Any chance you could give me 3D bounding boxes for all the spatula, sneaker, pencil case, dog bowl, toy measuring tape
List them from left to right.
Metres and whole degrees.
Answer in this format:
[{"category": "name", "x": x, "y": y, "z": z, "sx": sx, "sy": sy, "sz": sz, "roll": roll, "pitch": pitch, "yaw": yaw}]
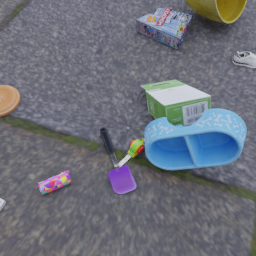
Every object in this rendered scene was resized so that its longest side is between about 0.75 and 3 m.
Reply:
[{"category": "pencil case", "x": -2.193, "y": 1.628, "z": 8.417, "sx": 0.981, "sy": 0.434, "sz": 0.434, "roll": -25, "pitch": 59, "yaw": -16}, {"category": "spatula", "x": -0.474, "y": 0.941, "z": 8.970, "sx": 0.697, "sy": 0.253, "sz": 2.465, "roll": -21, "pitch": 56, "yaw": -5}, {"category": "toy measuring tape", "x": 0.114, "y": 0.751, "z": 8.987, "sx": 1.338, "sy": 0.492, "sz": 0.492, "roll": -39, "pitch": 64, "yaw": -23}, {"category": "dog bowl", "x": 1.807, "y": 0.433, "z": 7.941, "sx": 2.945, "sy": 1.641, "sz": 0.730, "roll": -10, "pitch": 37, "yaw": 24}, {"category": "sneaker", "x": 4.974, "y": -2.808, "z": 11.380, "sx": 1.319, "sy": 0.531, "sz": 0.504, "roll": 4, "pitch": 54, "yaw": 1}]

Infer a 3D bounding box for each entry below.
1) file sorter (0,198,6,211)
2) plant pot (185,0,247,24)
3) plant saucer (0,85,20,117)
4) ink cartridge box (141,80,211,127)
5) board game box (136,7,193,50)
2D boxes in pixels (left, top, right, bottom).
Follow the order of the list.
[{"category": "file sorter", "x": -4.757, "y": 2.387, "z": 7.298, "sx": 1.578, "sy": 1.416, "sz": 2.274, "roll": 21, "pitch": 58, "yaw": 13}, {"category": "plant pot", "x": 3.678, "y": -6.127, "z": 12.272, "sx": 2.057, "sy": 2.898, "sz": 2.898, "roll": 20, "pitch": 54, "yaw": 43}, {"category": "plant saucer", "x": -4.753, "y": -1.045, "z": 10.352, "sx": 1.463, "sy": 0.236, "sz": 1.463, "roll": 0, "pitch": 55, "yaw": 1}, {"category": "ink cartridge box", "x": 1.505, "y": -0.897, "z": 9.548, "sx": 1.478, "sy": 0.844, "sz": 2.846, "roll": -12, "pitch": 22, "yaw": -9}, {"category": "board game box", "x": 1.577, "y": -4.665, "z": 12.524, "sx": 2.180, "sy": 0.673, "sz": 2.181, "roll": 19, "pitch": 59, "yaw": 12}]
